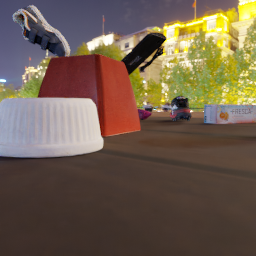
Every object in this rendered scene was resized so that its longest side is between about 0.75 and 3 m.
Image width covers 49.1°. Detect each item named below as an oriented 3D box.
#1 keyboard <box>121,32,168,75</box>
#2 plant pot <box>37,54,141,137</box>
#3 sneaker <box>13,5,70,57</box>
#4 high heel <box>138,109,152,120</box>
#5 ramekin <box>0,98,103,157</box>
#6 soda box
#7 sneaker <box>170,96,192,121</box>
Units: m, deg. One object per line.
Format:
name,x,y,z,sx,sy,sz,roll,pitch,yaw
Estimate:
keyboard,0.406,-2.576,10.545,1.702,0.276,2.679,-4,-26,-49
plant pot,-1.001,-0.812,7.141,2.086,1.838,2.084,1,4,25
sneaker,-2.740,-2.885,8.765,0.818,2.060,0.808,-39,-8,-36
high heel,0.630,-0.799,15.278,0.911,0.639,1.895,-11,20,-9
ramekin,-1.158,-0.058,4.131,1.600,0.745,1.600,0,5,0
soda box,4.305,-0.581,11.379,2.421,0.770,0.828,-1,4,-23
sneaker,2.500,-0.938,13.351,0.885,1.223,2.503,3,6,2
